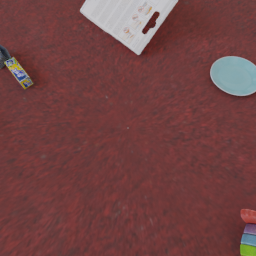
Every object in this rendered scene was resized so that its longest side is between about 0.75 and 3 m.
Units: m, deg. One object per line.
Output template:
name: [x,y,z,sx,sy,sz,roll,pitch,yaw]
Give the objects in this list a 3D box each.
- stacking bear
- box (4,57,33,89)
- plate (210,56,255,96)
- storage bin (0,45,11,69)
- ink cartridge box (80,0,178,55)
stacking bear: [3.113,3.087,6.380,1.257,1.178,2.071,7,69,25]
box: [-3.747,-1.891,9.614,0.376,0.410,1.171,-37,66,-14]
plate: [3.698,-1.769,9.665,1.736,0.222,1.736,0,61,0]
storage bin: [-4.532,-2.511,9.958,0.528,0.572,0.786,-39,65,10]
ink cartridge box: [0.011,-4.434,10.325,2.935,0.735,2.362,39,103,7]
